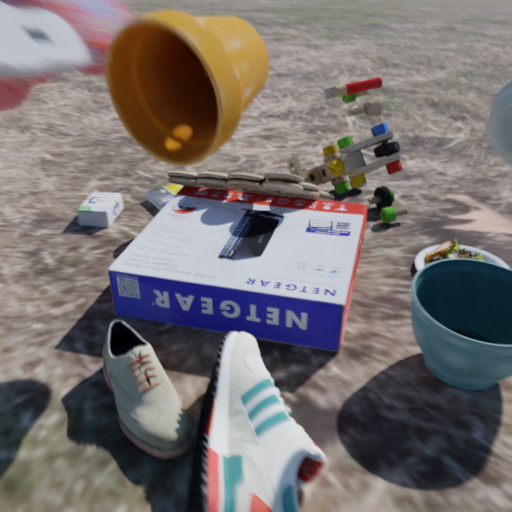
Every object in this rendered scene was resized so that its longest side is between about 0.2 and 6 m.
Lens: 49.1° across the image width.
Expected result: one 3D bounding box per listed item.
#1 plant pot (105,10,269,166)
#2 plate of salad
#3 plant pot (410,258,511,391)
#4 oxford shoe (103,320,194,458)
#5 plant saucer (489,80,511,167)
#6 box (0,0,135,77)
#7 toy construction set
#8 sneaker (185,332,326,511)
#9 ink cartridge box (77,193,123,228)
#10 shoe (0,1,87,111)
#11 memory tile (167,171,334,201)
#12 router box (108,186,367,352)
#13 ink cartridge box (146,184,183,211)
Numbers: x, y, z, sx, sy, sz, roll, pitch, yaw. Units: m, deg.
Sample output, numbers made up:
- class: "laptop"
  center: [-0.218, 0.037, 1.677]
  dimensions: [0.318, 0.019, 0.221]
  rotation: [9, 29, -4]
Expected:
- class: "plant pot"
  center: [-0.672, -2.190, 6.843]
  dimensions: [1.698, 1.698, 1.554]
  rotation: [18, 41, 27]
- class: "plate of salad"
  center: [3.303, 0.137, 8.920]
  dimensions: [1.488, 0.357, 1.488]
  rotation: [1, 31, 0]
- class: "plant pot"
  center: [2.632, 0.926, 6.846]
  dimensions: [1.628, 1.091, 1.628]
  rotation: [1, 35, -1]
- class: "oxford shoe"
  center: [-1.322, 1.463, 6.353]
  dimensions: [0.692, 0.722, 1.955]
  rotation: [-20, 36, -30]
- class: "plant saucer"
  center: [2.644, -1.267, 5.468]
  dimensions: [0.250, 0.995, 0.995]
  rotation: [-18, 35, -26]
- class: "box"
  center: [-3.013, -3.934, 9.224]
  dimensions: [1.064, 1.019, 2.134]
  rotation: [3, -10, 25]
- class: "toy construction set"
  center: [1.489, -1.944, 10.592]
  dimensions: [1.919, 2.498, 2.083]
  rotation: [-14, 25, -14]
- class: "sneaker"
  center: [0.040, 1.853, 5.759]
  dimensions: [1.223, 0.921, 2.616]
  rotation: [15, 29, -7]
- class: "ink cartridge box"
  center: [-2.948, -0.885, 10.621]
  dimensions: [0.590, 0.355, 0.812]
  rotation: [4, 30, 7]
- class: "shoe"
  center: [-3.275, -2.347, 6.755]
  dimensions: [1.321, 1.038, 2.905]
  rotation: [-29, 9, 17]
- class: "memory tile"
  center: [-0.096, -1.234, 10.035]
  dimensions: [2.668, 0.224, 2.045]
  rotation: [7, 0, 31]
- class: "router box"
  center: [-0.084, 0.002, 8.688]
  dimensions: [3.306, 0.808, 2.967]
  rotation: [7, 32, 12]
- class: "ink cartridge box"
  center: [-1.526, -1.158, 11.203]
  dimensions: [1.022, 0.243, 1.034]
  rotation: [-19, 34, -29]
